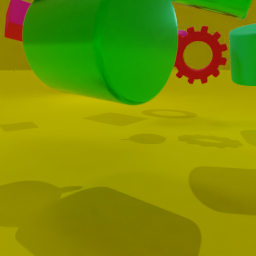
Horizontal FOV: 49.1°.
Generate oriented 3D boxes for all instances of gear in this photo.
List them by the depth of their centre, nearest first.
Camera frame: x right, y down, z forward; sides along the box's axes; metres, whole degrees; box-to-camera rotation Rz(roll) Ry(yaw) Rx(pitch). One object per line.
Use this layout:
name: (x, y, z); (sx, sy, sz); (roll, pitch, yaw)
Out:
gear: (1.689, -1.753, 6.794); (1.350, 1.350, 0.250); (4, 23, 16)

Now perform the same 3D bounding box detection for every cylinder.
cylinder: (-0.326, -1.049, 3.427); (1.375, 1.375, 1.375); (15, 20, 40)
cylinder: (1.556, -2.715, 4.745); (1.379, 1.379, 1.379); (21, 18, 14)
cylinder: (3.192, -1.836, 6.932); (1.254, 1.254, 1.254); (-11, 26, 5)

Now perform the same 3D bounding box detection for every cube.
cube: (-3.212, -3.242, 8.552); (0.868, 0.868, 0.868); (7, -19, -32)

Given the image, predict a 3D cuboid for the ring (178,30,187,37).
ring: (1.261, -3.145, 10.442); (1.972, 0.394, 1.972); (-19, 22, 8)
